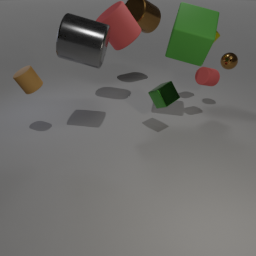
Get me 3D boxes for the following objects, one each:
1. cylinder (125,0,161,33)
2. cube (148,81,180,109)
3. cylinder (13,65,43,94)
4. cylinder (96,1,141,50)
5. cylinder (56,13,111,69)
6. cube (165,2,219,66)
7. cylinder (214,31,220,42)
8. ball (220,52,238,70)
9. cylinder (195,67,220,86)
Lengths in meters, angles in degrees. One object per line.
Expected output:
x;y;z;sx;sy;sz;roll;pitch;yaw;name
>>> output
0.679;-5.552;13.787;1.400;1.400;1.400;23;14;37;cylinder
1.302;-1.193;10.148;0.700;0.700;0.700;-35;13;-21;cube
-3.341;-1.609;9.381;0.700;0.700;0.700;-20;37;16;cylinder
-0.394;-4.196;11.545;1.400;1.400;1.400;-29;32;20;cylinder
-1.400;-2.753;8.923;1.400;1.400;1.400;15;28;-3;cylinder
2.268;-3.322;10.004;1.400;1.400;1.400;16;62;2;cube
3.341;-3.810;11.662;0.700;0.700;0.700;39;20;-16;cylinder
4.237;-2.803;11.734;0.700;0.700;0.700;0;28;0;ball
3.155;-2.037;11.138;0.700;0.700;0.700;0;23;-37;cylinder
